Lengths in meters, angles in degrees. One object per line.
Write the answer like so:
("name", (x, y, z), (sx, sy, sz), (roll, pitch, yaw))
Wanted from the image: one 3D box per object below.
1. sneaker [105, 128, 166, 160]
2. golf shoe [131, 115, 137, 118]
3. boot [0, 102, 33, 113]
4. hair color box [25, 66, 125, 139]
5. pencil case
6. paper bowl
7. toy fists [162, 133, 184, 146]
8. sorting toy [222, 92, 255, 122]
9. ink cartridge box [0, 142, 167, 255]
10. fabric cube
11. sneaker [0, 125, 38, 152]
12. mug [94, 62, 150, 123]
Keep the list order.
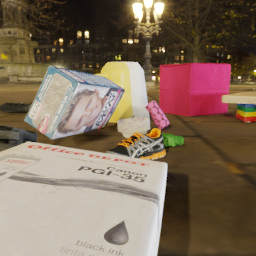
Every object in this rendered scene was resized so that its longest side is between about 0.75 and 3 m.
("sneaker", (0.131, 0.345, 5.204), (1.408, 0.544, 0.551), (-11, 16, -41))
("golf shoe", (0.226, -0.246, 9.274), (0.340, 0.388, 0.881), (-2, 8, -7))
("boot", (-5.024, -1.004, 13.534), (1.737, 0.570, 1.431), (-2, 7, 18))
("hair color box", (-1.057, -0.574, 6.477), (0.770, 1.272, 2.544), (33, 15, 14))
("pencil case", (0.850, -0.375, 8.346), (0.394, 0.868, 0.407), (-31, 1, -19))
("paper bowl", (0.162, -0.006, 7.431), (0.868, 0.452, 0.868), (-6, 11, 1))
("toy fists", (0.921, 0.278, 6.475), (0.401, 0.271, 0.787), (4, 6, -24))
("sorting toy", (5.335, -0.746, 10.352), (2.864, 0.997, 2.847), (7, 12, 37))
("ink cartridge box", (-0.552, 0.725, 1.725), (1.424, 0.805, 1.944), (8, 11, 10))
("fabric cube", (3.009, -1.824, 12.936), (2.293, 2.301, 2.257), (-5, 12, -28))
("sneaker", (-1.525, 0.495, 3.007), (0.682, 0.957, 1.930), (2, 11, 5))
("mug", (-0.295, -1.376, 10.580), (2.130, 2.183, 2.660), (4, 11, 17))
